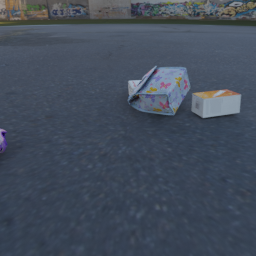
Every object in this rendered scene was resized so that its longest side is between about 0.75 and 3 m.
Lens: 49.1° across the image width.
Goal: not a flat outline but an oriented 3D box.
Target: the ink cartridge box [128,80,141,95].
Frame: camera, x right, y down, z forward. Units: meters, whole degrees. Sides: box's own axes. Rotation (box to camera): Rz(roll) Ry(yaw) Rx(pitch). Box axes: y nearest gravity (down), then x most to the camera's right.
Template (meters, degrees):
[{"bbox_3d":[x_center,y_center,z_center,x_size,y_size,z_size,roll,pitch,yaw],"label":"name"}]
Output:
[{"bbox_3d":[0.787,-1.538,11.410,1.460,0.618,1.055,-3,26,-7],"label":"ink cartridge box"}]

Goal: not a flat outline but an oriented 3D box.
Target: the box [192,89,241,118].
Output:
[{"bbox_3d":[3.050,-0.869,9.767,1.400,0.682,0.871,-8,21,-13],"label":"box"}]

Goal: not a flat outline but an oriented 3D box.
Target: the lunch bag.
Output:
[{"bbox_3d":[1.020,-1.378,9.934,1.850,1.176,1.569,9,50,38],"label":"lunch bag"}]

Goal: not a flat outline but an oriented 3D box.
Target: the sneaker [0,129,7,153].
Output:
[{"bbox_3d":[-3.315,0.482,6.844,0.659,0.599,1.490,18,38,-28],"label":"sneaker"}]
